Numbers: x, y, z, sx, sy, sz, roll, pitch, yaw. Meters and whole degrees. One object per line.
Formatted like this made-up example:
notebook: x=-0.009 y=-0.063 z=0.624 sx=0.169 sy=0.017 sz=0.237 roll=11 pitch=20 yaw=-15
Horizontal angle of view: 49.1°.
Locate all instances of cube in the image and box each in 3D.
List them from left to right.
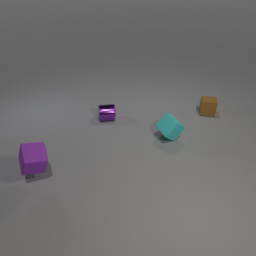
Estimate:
cube: x=-2.861 y=0.916 z=8.438 sx=0.700 sy=0.700 sz=0.700 roll=-4 pitch=53 yaw=-30
cube: x=1.623 y=-0.042 z=10.755 sx=0.700 sy=0.700 sz=0.700 roll=24 pitch=21 yaw=-52
cube: x=3.667 y=-1.005 z=12.817 sx=0.700 sy=0.700 sz=0.700 roll=6 pitch=30 yaw=10

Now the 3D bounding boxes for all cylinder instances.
cylinder: x=-0.924 y=-0.677 z=12.276 sx=0.700 sy=0.700 sz=0.700 roll=-5 pitch=31 yaw=-9
